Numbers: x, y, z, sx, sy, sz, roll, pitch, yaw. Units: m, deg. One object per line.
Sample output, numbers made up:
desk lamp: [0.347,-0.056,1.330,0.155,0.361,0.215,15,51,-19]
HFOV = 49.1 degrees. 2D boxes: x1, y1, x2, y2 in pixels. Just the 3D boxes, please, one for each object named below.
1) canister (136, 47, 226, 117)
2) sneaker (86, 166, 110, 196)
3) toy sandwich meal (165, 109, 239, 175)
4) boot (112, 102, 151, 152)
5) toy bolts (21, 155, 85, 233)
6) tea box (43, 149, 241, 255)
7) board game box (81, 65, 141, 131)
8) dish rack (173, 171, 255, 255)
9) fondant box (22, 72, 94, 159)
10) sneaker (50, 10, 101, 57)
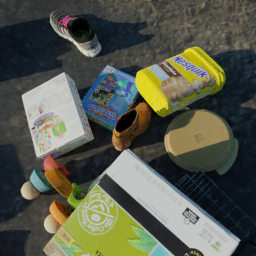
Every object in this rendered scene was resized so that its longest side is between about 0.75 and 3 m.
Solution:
canister: [1.620,-1.477,8.827,2.319,1.003,1.722,-27,64,-22]
sneaker: [-0.669,1.628,7.946,0.540,0.467,1.196,39,71,18]
toy sandwich meal: [2.183,0.429,8.402,2.181,0.747,2.181,-5,67,11]
boot: [0.140,-0.276,8.254,0.732,1.482,1.909,35,70,15]
toy bolts: [-2.133,1.700,7.385,1.324,1.823,1.909,-42,54,-7]
tea box: [0.341,2.558,6.281,2.896,1.935,2.849,37,86,22]
board game box: [-0.546,-0.993,9.151,1.467,0.434,1.929,28,69,12]
dish rack: [2.068,2.528,7.239,2.014,0.716,2.626,-43,67,-2]
fondant box: [-2.169,-0.353,8.516,1.603,0.647,2.222,-26,66,9]
sneaker: [-1.926,-3.623,9.988,0.904,1.072,2.452,-41,72,-16]
